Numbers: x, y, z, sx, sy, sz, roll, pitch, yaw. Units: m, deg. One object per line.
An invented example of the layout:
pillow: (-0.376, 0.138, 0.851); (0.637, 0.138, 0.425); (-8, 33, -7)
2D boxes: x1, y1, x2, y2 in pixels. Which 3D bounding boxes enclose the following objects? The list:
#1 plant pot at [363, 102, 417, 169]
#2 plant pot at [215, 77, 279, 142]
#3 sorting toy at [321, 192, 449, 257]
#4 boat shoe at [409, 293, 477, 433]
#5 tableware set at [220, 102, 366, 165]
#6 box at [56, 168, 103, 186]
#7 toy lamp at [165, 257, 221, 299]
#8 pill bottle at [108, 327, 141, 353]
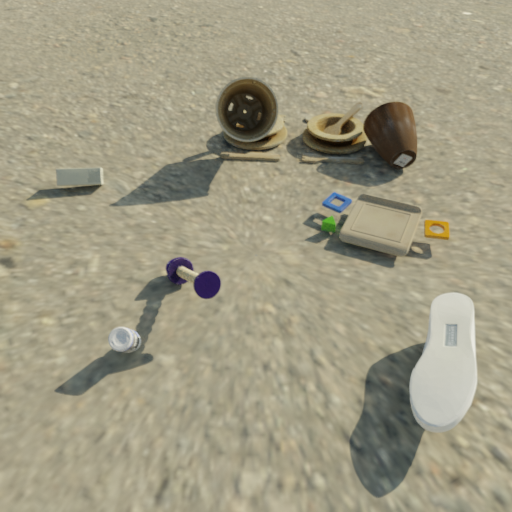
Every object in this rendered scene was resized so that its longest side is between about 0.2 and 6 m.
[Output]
plant pot: (2.680, -2.218, 10.767); (1.002, 1.002, 1.072); (-5, 56, -6)
plant pot: (-0.193, -2.715, 10.454); (1.132, 1.132, 1.036); (-3, 13, -3)
sorting toy: (2.043, -0.470, 9.122); (2.112, 0.288, 1.189); (16, 47, 18)
boat shoe: (2.249, 1.321, 6.673); (0.714, 0.679, 1.982); (-3, 39, 21)
tableware set: (0.794, -2.664, 11.445); (2.944, 0.590, 1.946); (3, 40, 4)
box: (-3.180, -1.426, 10.113); (0.788, 0.324, 0.270); (-2, 7, -7)
toy lamp: (-0.920, 0.277, 7.763); (0.422, 0.422, 1.451); (-20, 18, -22)
pill bottle: (-1.643, 1.067, 7.062); (0.300, 0.527, 0.300); (-1, 78, 3)
